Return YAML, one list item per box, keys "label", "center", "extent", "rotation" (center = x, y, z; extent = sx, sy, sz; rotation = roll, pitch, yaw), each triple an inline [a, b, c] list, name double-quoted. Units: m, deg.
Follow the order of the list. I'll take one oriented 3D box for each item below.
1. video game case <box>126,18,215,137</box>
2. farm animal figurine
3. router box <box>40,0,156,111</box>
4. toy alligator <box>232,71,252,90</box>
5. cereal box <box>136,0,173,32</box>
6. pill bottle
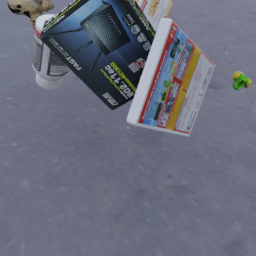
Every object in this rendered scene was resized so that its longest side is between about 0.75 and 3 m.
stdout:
- label: "video game case"
  center: [0.872, -0.687, 4.895]
  extent: [0.193, 1.582, 2.212]
  rotation: [23, 7, 32]
- label: "farm animal figurine"
  center: [-2.057, -2.998, 7.887]
  extent: [2.395, 2.965, 1.491]
  rotation: [14, 76, 31]
- label: "router box"
  center: [-0.303, -1.565, 5.555]
  extent: [1.688, 2.253, 0.700]
  rotation: [-27, 40, 23]
- label: "toy alligator"
  center: [2.413, -1.016, 6.083]
  extent: [0.351, 0.321, 1.185]
  rotation: [36, 24, 5]
- label: "cereal box"
  center: [0.954, -4.808, 11.041]
  extent: [0.461, 1.680, 2.335]
  rotation: [26, 3, 26]
- label: "pill bottle"
  center: [-1.827, -1.776, 6.814]
  extent: [0.926, 1.672, 0.926]
  rotation: [13, 46, -13]
